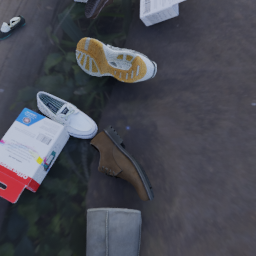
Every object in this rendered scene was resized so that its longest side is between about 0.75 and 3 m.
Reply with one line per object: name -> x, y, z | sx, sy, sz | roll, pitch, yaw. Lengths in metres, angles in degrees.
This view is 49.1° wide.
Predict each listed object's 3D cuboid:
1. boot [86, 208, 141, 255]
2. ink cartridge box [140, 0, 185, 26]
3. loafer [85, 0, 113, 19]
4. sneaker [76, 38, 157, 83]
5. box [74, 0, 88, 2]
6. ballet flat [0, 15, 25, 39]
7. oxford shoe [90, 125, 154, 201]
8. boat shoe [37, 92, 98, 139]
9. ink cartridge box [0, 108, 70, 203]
boot -> -0.883, 3.396, 6.641 | 2.613, 1.043, 2.873 | 3, 72, -14
ink cartridge box -> 1.618, -5.291, 10.009 | 2.433, 0.617, 2.761 | -9, 69, 31
loafer -> -0.780, -4.694, 10.033 | 0.755, 0.734, 2.069 | 22, 79, 49
sneaker -> -0.420, -2.148, 9.242 | 2.982, 1.128, 1.307 | 29, 24, 29
box -> -1.616, -5.386, 10.674 | 0.873, 0.877, 0.751 | 9, 63, 4
ballet flat -> -4.289, -3.721, 10.185 | 0.404, 0.406, 1.187 | 40, 72, 16
oxford shoe -> -0.212, 1.128, 7.797 | 1.057, 0.910, 2.505 | -35, 60, -10
boat shoe -> -1.927, -0.385, 8.508 | 2.158, 0.720, 0.794 | 26, 68, 11
ink cartridge box -> -2.911, 0.807, 7.920 | 1.400, 0.810, 2.409 | 25, 68, 11
